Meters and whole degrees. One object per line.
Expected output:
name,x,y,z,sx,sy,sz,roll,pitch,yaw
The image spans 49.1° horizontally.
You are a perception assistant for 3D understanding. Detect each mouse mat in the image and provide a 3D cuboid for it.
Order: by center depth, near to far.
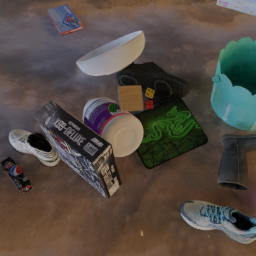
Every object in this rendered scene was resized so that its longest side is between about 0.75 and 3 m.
mouse mat,1.280,0.106,9.698,2.512,0.095,2.021,-22,67,-16

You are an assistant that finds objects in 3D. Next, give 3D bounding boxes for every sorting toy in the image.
sorting toy,0.088,-0.845,8.081,1.493,0.252,0.720,-6,92,-25

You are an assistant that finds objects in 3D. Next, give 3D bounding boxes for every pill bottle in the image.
pill bottle,-0.610,-0.153,9.027,1.351,1.351,2.402,-25,33,-17

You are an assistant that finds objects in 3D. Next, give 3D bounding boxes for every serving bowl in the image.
serving bowl,-0.554,-2.778,10.980,2.841,0.935,2.841,-23,21,9

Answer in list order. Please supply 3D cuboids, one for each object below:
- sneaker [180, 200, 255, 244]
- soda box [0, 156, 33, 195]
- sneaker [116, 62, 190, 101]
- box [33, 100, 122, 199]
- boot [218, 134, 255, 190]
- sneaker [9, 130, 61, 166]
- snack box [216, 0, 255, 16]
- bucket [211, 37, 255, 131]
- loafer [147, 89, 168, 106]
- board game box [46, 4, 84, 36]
sneaker,2.541,2.393,7.702,2.186,0.944,0.848,15,55,10
soda box,-3.468,1.463,8.696,0.388,0.434,1.226,-36,62,-26
sneaker,1.046,-1.998,10.890,2.881,1.094,1.308,19,50,11
box,-1.288,0.716,7.831,2.149,2.726,0.678,35,67,23
boot,3.692,1.063,8.854,1.676,0.669,1.843,-1,46,17
sneaker,-3.121,0.354,9.041,2.062,1.186,0.778,25,58,17
snack box,6.154,-7.142,14.705,2.182,0.875,2.587,26,57,16
bucket,4.467,-1.525,9.914,3.094,2.013,3.094,0,54,-1
loafer,1.180,-1.041,10.557,0.444,0.429,1.265,-35,66,-26
board game box,-3.135,-5.373,13.831,1.124,0.212,2.184,-25,57,-15
